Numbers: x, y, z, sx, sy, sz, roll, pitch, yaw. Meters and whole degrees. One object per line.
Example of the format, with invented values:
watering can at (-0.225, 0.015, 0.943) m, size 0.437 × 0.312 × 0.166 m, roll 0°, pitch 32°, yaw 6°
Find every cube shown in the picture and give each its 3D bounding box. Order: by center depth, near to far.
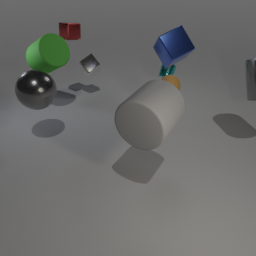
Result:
cube at (1.179, -2.096, 7.294) m, size 0.700 × 0.700 × 0.700 m, roll -30°, pitch -1°, yaw -9°
cube at (-2.608, -4.341, 12.570) m, size 0.700 × 0.700 × 0.700 m, roll 21°, pitch 28°, yaw 38°
cube at (-1.924, -3.214, 13.954) m, size 0.700 × 0.700 × 0.700 m, roll -40°, pitch 15°, yaw -7°

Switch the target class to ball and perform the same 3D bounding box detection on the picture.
ball at (1.407, -1.431, 9.410) m, size 0.700 × 0.700 × 0.700 m, roll 0°, pitch 31°, yaw 0°
ball at (-3.216, -1.338, 9.817) m, size 1.400 × 1.400 × 1.400 m, roll 0°, pitch 31°, yaw 0°

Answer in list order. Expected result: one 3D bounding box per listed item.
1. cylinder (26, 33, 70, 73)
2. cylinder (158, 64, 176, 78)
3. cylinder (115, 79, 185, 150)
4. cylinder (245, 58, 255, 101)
cylinder at (-3.435, -3.152, 12.004) m, size 1.400 × 1.400 × 1.400 m, roll -29°, pitch 15°, yaw -39°
cylinder at (1.897, -2.752, 13.502) m, size 0.700 × 0.700 × 0.700 m, roll 18°, pitch 7°, yaw -2°
cylinder at (0.587, -0.368, 7.299) m, size 1.400 × 1.400 × 1.400 m, roll 16°, pitch 38°, yaw 25°
cylinder at (4.810, -1.709, 9.612) m, size 1.400 × 1.400 × 1.400 m, roll -6°, pitch 8°, yaw 1°
